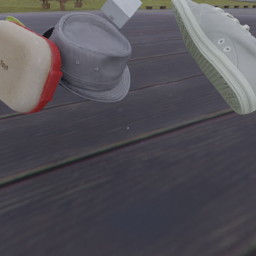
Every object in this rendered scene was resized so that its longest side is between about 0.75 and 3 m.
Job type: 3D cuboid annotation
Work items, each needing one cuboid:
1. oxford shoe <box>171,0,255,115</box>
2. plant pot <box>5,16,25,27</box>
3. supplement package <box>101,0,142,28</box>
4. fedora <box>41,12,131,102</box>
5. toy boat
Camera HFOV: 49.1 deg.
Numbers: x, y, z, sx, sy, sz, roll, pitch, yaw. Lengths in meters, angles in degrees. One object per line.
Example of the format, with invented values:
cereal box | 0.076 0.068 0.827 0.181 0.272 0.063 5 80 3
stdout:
oxford shoe | 1.379 -1.327 4.266 0.797 1.038 2.760 -29 47 10
plant pot | -3.450 -2.478 8.082 1.060 1.060 0.975 20 60 34
supplement package | -0.210 -3.923 9.023 0.668 0.869 0.909 -23 30 54
fedora | -0.728 -1.630 5.916 2.226 1.005 1.969 22 54 -17
toy boat | -2.027 -1.249 5.832 2.272 1.482 1.485 33 16 30
